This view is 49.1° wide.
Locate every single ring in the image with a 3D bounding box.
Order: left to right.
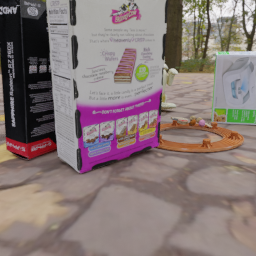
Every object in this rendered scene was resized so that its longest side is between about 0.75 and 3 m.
[{"bbox_3d":[1.551,0.110,7.188,2.666,0.256,2.666,0,12,0],"label":"ring"}]

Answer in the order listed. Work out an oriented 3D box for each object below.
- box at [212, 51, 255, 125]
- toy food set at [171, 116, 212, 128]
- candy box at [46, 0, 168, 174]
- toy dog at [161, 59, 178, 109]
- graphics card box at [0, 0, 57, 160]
[{"bbox_3d":[3.598,-1.238,8.620,1.874,2.124,1.027,4,21,15],"label":"box"},{"bbox_3d":[1.781,-0.199,7.733,1.054,0.166,0.670,4,19,-21],"label":"toy food set"},{"bbox_3d":[-0.321,-0.906,5.199,2.034,2.983,0.910,-15,26,-38],"label":"candy box"},{"bbox_3d":[0.852,-1.945,10.922,1.659,2.377,2.305,4,-2,-38],"label":"toy dog"},{"bbox_3d":[-1.664,-1.031,5.901,0.750,2.950,1.851,15,21,30],"label":"graphics card box"}]
